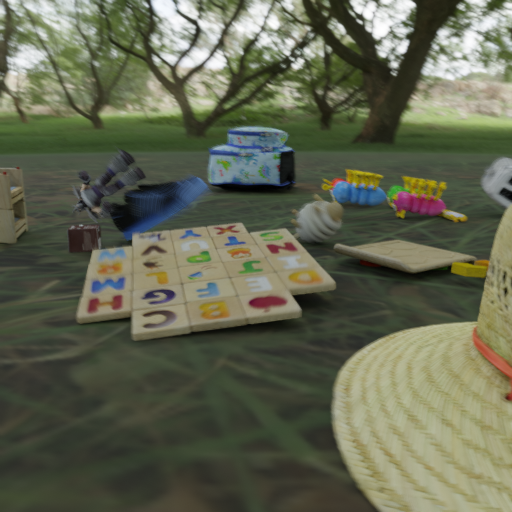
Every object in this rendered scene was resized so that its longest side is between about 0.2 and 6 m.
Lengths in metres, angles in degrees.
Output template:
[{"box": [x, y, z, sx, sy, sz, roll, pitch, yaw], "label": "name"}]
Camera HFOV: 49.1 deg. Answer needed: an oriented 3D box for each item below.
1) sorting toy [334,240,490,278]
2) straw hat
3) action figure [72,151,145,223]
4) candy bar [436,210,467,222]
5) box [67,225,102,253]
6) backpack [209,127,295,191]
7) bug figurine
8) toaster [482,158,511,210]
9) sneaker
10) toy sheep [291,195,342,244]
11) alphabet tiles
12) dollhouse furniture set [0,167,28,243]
[{"box": [2.585, 0.108, 8.764, 1.736, 0.312, 2.331, -3, 13, -34], "label": "sorting toy"}, {"box": [2.644, 0.378, 3.935, 4.566, 1.932, 4.566, 1, 13, 0], "label": "straw hat"}, {"box": [-2.822, -1.263, 10.306, 1.517, 0.987, 0.526, -37, 1, 8], "label": "action figure"}, {"box": [4.644, -1.029, 13.806, 0.384, 0.170, 1.539, -6, 15, -11], "label": "candy bar"}, {"box": [-3.109, -0.316, 10.165, 0.529, 0.434, 0.439, -2, 13, -9], "label": "box"}, {"box": [-0.155, -3.361, 19.456, 2.935, 2.157, 2.686, -1, 11, 7], "label": "backpack"}, {"box": [3.240, -1.607, 14.485, 3.062, 1.016, 3.949, 8, 10, 6], "label": "bug figurine"}, {"box": [6.457, -1.584, 13.735, 1.837, 1.044, 1.187, 37, 26, 8], "label": "toaster"}, {"box": [-1.915, -1.054, 10.544, 2.041, 0.795, 0.716, -28, 14, 21], "label": "sneaker"}, {"box": [1.127, -0.642, 10.631, 1.222, 0.842, 0.842, -31, -8, 36], "label": "toy sheep"}, {"box": [-0.767, 0.159, 7.749, 3.097, 0.118, 3.722, -6, 20, -10], "label": "alphabet tiles"}, {"box": [-5.723, -1.008, 11.051, 1.955, 1.370, 1.378, -3, 13, -12], "label": "dollhouse furniture set"}]
